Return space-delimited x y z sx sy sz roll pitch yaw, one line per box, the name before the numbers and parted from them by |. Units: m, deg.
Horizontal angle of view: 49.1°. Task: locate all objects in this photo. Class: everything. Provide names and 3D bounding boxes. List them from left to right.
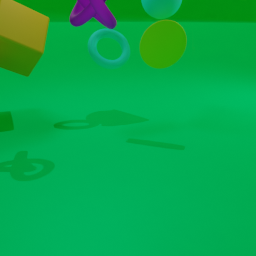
cube | -3.152 -2.501 7.867 1.333 1.333 1.333 17 -30 -31
knot shape | -0.708 -2.573 5.263 0.649 1.314 1.404 -22 36 -33
ring | -0.517 -2.214 7.823 1.224 1.224 0.245 -9 -12 -20
cone | 0.849 -2.731 8.496 1.398 1.398 1.403 -5 36 -12
ball | 0.975 -3.792 8.103 1.187 1.187 1.187 0 23 0
